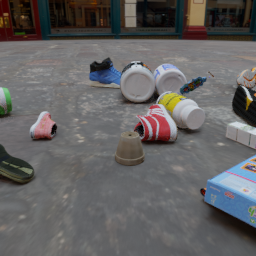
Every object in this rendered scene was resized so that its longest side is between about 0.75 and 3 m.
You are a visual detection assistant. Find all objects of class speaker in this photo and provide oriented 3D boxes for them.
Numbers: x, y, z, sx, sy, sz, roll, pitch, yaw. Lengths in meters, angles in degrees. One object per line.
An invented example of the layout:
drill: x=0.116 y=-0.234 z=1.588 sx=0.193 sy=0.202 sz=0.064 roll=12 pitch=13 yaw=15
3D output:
speaker: x=-5.377 y=-0.807 z=9.730 sx=2.383 sy=1.054 sz=1.054 roll=-13 pitch=25 yaw=-30

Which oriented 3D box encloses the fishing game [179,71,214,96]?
fishing game: x=2.300 y=-1.457 z=9.807 sx=1.497 sy=0.233 sz=1.072 roll=-32 pitch=-19 yaw=22

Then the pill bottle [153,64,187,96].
pill bottle: x=1.829 y=-2.189 z=12.794 sx=1.334 sy=1.334 sz=2.380 roll=0 pitch=22 yaw=0

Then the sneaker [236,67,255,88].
sneaker: x=6.118 y=-2.573 z=14.611 sx=0.910 sy=0.923 sz=2.358 roll=-5 pitch=12 yaw=43

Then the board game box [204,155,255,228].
board game box: x=2.965 y=1.133 z=5.030 sx=2.650 sy=0.485 sz=2.005 roll=-14 pitch=26 yaw=-42

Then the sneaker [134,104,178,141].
sneaker: x=0.641 y=-0.215 z=8.613 sx=1.172 sy=0.742 sz=2.084 roll=-1 pitch=23 yaw=-12

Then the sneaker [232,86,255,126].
sneaker: x=4.641 y=-0.702 z=9.797 sx=1.236 sy=0.961 sz=2.748 roll=10 pitch=23 yaw=-6

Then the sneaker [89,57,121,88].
sneaker: x=-0.737 y=-2.831 z=14.269 sx=2.586 sy=1.439 sz=0.993 roll=5 pitch=22 yaw=13

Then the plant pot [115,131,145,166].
plant pot: x=0.048 y=0.466 z=6.996 sx=0.768 sy=0.667 sz=0.768 roll=0 pitch=20 yaw=0

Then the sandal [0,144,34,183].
sandal: x=-2.940 y=0.839 z=6.358 sx=1.822 sy=0.520 sz=0.724 roll=27 pitch=28 yaw=21

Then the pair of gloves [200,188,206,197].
pair of gloves: x=2.424 y=1.416 z=5.160 sx=1.565 sy=0.217 sz=1.757 roll=-6 pitch=21 yaw=-30

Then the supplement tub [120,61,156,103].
supplement tub: x=0.396 y=-2.117 z=12.399 sx=1.491 sy=1.491 sz=2.433 roll=0 pitch=22 yaw=0

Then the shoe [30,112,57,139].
shoe: x=-2.470 y=-0.081 z=8.661 sx=0.641 sy=0.503 sz=1.408 roll=2 pitch=27 yaw=2

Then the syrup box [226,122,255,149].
syrup box: x=3.373 y=0.201 z=7.954 sx=0.428 sy=0.443 sz=1.087 roll=-15 pitch=26 yaw=-28

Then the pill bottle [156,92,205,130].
pill bottle: x=1.716 y=-0.556 z=9.184 sx=0.955 sy=0.955 sz=1.716 roll=-9 pitch=24 yaw=-22
